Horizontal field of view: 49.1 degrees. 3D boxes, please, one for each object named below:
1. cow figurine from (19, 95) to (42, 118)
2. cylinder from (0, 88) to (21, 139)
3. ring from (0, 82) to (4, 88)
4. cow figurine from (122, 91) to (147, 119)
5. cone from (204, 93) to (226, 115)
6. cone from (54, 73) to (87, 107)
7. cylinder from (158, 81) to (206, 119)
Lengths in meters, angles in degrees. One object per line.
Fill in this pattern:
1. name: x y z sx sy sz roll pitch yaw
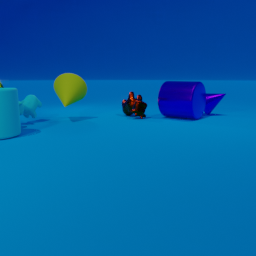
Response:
1. cow figurine: -3.182 -0.717 8.654 0.553 0.991 1.007 3 54 22
2. cylinder: -3.234 -0.374 6.763 1.142 1.142 1.142 -1 10 0
3. ring: -4.098 -0.785 7.465 1.712 1.712 0.342 0 14 0
4. cow figurine: 0.202 -0.705 9.976 0.660 1.184 1.203 19 -36 -26
5. cone: 3.182 -1.061 10.278 0.891 0.888 0.888 -26 -5 32
6. cone: -1.940 -1.002 9.043 1.126 1.126 1.130 0 39 0
7. cylinder: 1.870 -0.976 9.664 1.263 1.263 1.263 8 13 35
